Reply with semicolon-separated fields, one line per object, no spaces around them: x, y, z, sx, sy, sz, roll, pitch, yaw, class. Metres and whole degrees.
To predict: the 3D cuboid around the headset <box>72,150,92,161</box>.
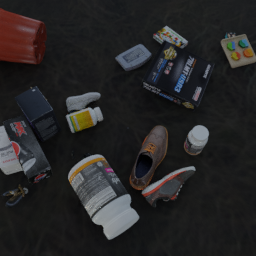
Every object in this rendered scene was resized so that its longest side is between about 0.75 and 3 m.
-1.546;1.045;10.413;1.082;0.668;0.508;-5;88;5;headset

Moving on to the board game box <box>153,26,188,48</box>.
2.039;-4.255;13.498;0.909;0.249;1.440;-39;68;-19;board game box

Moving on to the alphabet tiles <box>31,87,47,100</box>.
-3.724;-1.427;11.696;0.792;0.659;0.025;31;76;26;alphabet tiles

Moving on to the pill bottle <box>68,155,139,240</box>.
-0.811;2.261;9.346;1.466;1.466;2.519;-31;67;-15;pill bottle

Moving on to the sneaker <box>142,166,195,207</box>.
1.554;2.095;9.934;2.105;0.811;0.862;-28;81;-6;sneaker

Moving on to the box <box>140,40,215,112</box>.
2.163;-2.272;12.007;2.509;0.628;2.528;26;63;4;box

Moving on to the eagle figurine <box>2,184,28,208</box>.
-4.009;2.354;9.910;0.784;0.592;0.595;-40;21;12;eagle figurine

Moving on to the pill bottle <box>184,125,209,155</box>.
2.548;0.455;10.421;0.729;1.252;0.729;0;61;0;pill bottle

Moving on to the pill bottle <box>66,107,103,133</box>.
-1.710;-0.363;11.144;1.335;0.753;0.753;-20;64;-11;pill bottle

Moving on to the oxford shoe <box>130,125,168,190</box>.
0.875;0.939;10.313;0.957;0.979;2.685;19;64;10;oxford shoe

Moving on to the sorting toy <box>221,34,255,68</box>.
5.136;-3.582;12.931;1.330;0.262;1.437;-15;79;-8;sorting toy

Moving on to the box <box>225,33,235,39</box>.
4.954;-4.100;13.419;0.422;0.252;1.025;2;62;1;box

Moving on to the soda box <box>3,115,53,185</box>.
-3.512;0.733;9.768;0.836;0.748;2.362;-24;66;-24;soda box

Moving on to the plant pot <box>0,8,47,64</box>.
-5.008;-3.928;12.247;2.427;2.495;2.495;10;62;-3;plant pot

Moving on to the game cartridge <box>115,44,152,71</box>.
0.294;-3.242;12.958;1.485;0.308;0.989;-32;71;-16;game cartridge

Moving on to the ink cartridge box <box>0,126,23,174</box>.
-4.215;0.715;10.558;1.249;0.706;1.705;-16;63;-13;ink cartridge box

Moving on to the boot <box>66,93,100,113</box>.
-1.830;-1.001;11.675;1.453;0.534;0.694;-12;69;3;boot

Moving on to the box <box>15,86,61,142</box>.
-3.366;-0.493;10.649;0.904;1.733;1.282;-33;67;-16;box
